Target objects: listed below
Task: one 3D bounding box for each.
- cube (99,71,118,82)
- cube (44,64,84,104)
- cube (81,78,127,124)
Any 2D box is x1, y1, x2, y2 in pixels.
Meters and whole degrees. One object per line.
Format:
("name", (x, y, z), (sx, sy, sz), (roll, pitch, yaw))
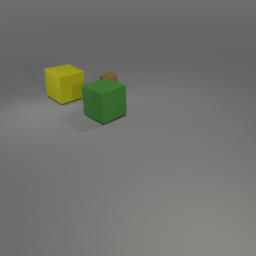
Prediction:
("cube", (-0.980, -2.482, 14.806), (0.700, 0.700, 0.700), (-30, 35, -17))
("cube", (-3.134, -2.214, 13.934), (1.400, 1.400, 1.400), (-23, 39, -38))
("cube", (-1.033, -1.228, 12.316), (1.400, 1.400, 1.400), (-25, 35, -36))
